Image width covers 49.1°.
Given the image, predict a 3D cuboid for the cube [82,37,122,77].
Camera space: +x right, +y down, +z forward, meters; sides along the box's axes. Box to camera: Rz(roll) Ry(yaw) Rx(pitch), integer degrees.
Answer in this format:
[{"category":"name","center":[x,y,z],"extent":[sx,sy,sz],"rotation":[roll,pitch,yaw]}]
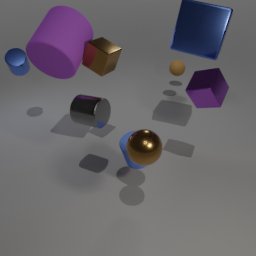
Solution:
[{"category":"cube","center":[-0.710,-1.941,7.609],"extent":[0.700,0.700,0.700],"rotation":[33,38,12]}]

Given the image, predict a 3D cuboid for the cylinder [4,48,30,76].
[{"category":"cylinder","center":[-3.783,-2.253,9.607],"extent":[0.700,0.700,0.700],"rotation":[3,73,-8]}]

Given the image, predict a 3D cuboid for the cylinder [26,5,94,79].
[{"category":"cylinder","center":[-1.821,-2.305,7.632],"extent":[1.400,1.400,1.400],"rotation":[10,61,17]}]

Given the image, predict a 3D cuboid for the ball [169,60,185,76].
[{"category":"ball","center":[2.176,-2.646,12.357],"extent":[0.700,0.700,0.700],"rotation":[0,30,0]}]

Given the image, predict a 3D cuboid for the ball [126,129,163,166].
[{"category":"ball","center":[0.310,0.370,5.361],"extent":[0.700,0.700,0.700],"rotation":[0,30,0]}]

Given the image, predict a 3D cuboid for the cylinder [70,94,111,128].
[{"category":"cylinder","center":[-0.871,-0.395,6.531],"extent":[0.700,0.700,0.700],"rotation":[12,32,26]}]

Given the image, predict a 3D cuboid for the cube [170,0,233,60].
[{"category":"cube","center":[2.228,-2.973,8.414],"extent":[1.400,1.400,1.400],"rotation":[19,26,13]}]

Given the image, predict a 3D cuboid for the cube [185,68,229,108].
[{"category":"cube","center":[1.995,-0.984,7.040],"extent":[0.700,0.700,0.700],"rotation":[2,53,46]}]

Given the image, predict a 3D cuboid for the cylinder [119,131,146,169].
[{"category":"cylinder","center":[0.205,0.546,6.979],"extent":[0.700,0.700,0.700],"rotation":[-11,43,10]}]
